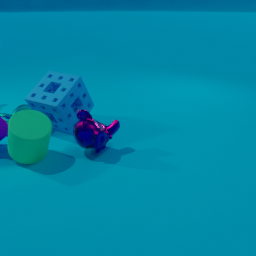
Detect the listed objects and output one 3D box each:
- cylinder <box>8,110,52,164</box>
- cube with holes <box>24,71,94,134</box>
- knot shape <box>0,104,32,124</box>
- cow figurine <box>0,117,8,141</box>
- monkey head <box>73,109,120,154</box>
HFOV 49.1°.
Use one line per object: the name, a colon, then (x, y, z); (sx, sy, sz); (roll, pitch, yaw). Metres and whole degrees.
cylinder: (-2.332, 0.214, 6.628); (0.939, 0.939, 0.939); (13, 45, -13)
cube with holes: (-1.949, -0.752, 8.186); (1.199, 1.199, 1.199); (14, 57, 27)
knot shape: (-3.194, -0.227, 8.347); (1.299, 0.600, 1.215); (-15, 29, -29)
cow figurine: (-3.494, -0.371, 6.916); (1.588, 1.614, 0.886); (-42, 33, 5)
monkey head: (-0.817, 0.048, 7.029); (0.917, 1.521, 1.094); (38, 66, 17)
